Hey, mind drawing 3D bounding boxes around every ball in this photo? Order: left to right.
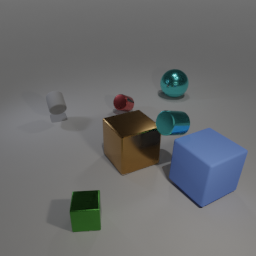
[{"bbox_3d":[2.293,-2.207,13.859,1.400,1.400,1.400,0,29,0],"label":"ball"}]

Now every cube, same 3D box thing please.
[{"bbox_3d":[-1.028,2.040,6.919,0.700,0.700,0.700,-2,29,-4],"label":"cube"},{"bbox_3d":[0.101,0.419,9.097,1.400,1.400,1.400,-15,33,-25],"label":"cube"},{"bbox_3d":[2.176,1.036,7.827,1.400,1.400,1.400,-16,35,-29],"label":"cube"}]

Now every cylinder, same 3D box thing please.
[{"bbox_3d":[-2.907,-1.014,11.345,0.700,0.700,0.700,-12,62,-21],"label":"cylinder"},{"bbox_3d":[-0.182,-1.104,12.377,0.700,0.700,0.700,17,6,28],"label":"cylinder"},{"bbox_3d":[1.266,-0.137,7.900,0.700,0.700,0.700,0,23,-39],"label":"cylinder"}]
